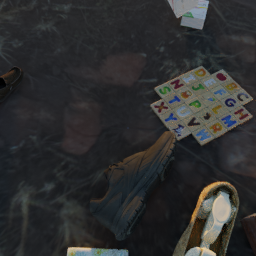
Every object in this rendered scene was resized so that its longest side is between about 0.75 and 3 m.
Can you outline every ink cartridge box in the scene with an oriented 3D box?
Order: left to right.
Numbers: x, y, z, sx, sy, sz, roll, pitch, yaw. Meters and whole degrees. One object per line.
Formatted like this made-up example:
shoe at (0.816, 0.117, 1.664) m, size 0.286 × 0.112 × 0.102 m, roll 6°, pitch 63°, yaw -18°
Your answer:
ink cartridge box at (0.881, -2.944, 5.451) m, size 0.535 × 0.912 × 1.245 m, roll -28°, pitch 87°, yaw 11°
ink cartridge box at (2.399, -4.122, 10.053) m, size 0.787 × 0.456 × 1.087 m, roll 14°, pitch 59°, yaw 9°

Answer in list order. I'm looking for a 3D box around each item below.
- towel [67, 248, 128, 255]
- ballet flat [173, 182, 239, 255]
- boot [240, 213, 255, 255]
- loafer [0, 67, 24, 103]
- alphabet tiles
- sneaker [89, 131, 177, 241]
towel at (-0.672, 3.050, 5.694) m, size 1.312 × 0.316 × 1.123 m, roll 2°, pitch 59°, yaw 1°
ballet flat at (1.585, 2.343, 5.749) m, size 1.034 × 0.957 × 2.932 m, roll 19°, pitch 61°, yaw 10°
boot at (3.403, 2.572, 5.900) m, size 1.643 × 0.566 × 1.763 m, roll -3°, pitch 54°, yaw -4°
loafer at (-3.591, -1.366, 8.328) m, size 0.497 × 0.486 × 1.361 m, roll 17°, pitch 60°, yaw 10°
alphabet tiles at (2.159, -0.753, 8.182) m, size 2.741 × 0.087 × 2.281 m, roll -27°, pitch 62°, yaw -16°
sneaker at (0.180, 1.059, 6.539) m, size 1.297 × 1.086 × 2.859 m, roll 27°, pitch 60°, yaw 22°
